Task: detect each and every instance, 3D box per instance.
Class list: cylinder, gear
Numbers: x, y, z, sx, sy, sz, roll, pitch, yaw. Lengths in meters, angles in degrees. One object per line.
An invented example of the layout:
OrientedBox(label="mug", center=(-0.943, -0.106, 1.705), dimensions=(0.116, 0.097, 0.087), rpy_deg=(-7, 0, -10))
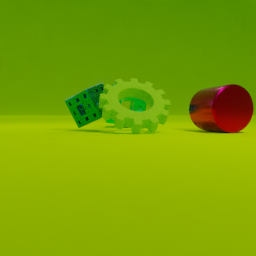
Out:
OrientedBox(label="cylinder", center=(2.036, -0.420, 6.221), dimensions=(1.008, 1.008, 1.008), rpy_deg=(-1, 2, -17))
OrientedBox(label="gear", center=(0.146, -0.514, 6.011), dimensions=(1.491, 0.276, 1.491), rpy_deg=(6, 45, -6))

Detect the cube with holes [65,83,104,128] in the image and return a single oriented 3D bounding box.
OrientedBox(label="cube with holes", center=(-0.871, -0.527, 6.544), dimensions=(0.703, 0.703, 0.703), rpy_deg=(-22, 8, 32))

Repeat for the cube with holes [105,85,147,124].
OrientedBox(label="cube with holes", center=(-0.075, -0.662, 8.697), dimensions=(1.115, 1.115, 1.115), rpy_deg=(7, 2, -6))
